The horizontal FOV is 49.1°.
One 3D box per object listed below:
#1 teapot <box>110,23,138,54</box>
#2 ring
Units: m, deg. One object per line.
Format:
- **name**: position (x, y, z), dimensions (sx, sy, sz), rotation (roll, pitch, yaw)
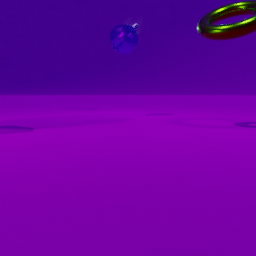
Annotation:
- **teapot**: position (-0.114, -3.373, 10.613), dimensions (0.884, 1.123, 1.806), rotation (-8, 43, 51)
- **ring**: position (2.609, -2.696, 6.976), dimensions (1.765, 0.353, 1.765), rotation (-15, 35, 11)
